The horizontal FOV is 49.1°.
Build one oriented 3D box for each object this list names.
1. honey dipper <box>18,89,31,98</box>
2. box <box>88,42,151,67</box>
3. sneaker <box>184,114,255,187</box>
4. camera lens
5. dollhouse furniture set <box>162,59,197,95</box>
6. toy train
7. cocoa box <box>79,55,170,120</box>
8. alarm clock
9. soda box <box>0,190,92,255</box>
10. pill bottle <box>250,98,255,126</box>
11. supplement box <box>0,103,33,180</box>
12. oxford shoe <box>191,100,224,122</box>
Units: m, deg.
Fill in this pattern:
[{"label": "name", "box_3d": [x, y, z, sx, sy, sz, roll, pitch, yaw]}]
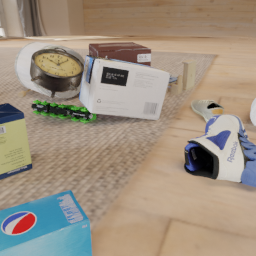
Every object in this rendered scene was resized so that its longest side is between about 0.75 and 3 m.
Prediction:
[{"label": "honey dipper", "box_3d": [-5.012, -1.787, 13.799, 0.291, 0.291, 1.532, 0, 20, 0]}, {"label": "box", "box_3d": [-0.470, -2.663, 13.117, 2.377, 2.353, 2.865, -6, 24, -13]}, {"label": "sneaker", "box_3d": [2.214, 0.446, 7.341, 1.655, 1.158, 2.866, 2, 24, -1]}, {"label": "camera lens", "box_3d": [-3.706, -2.770, 13.335, 3.000, 2.399, 2.399, 20, 30, 39]}, {"label": "dollhouse furniture set", "box_3d": [2.172, -2.843, 14.725, 2.234, 1.458, 2.109, 17, 28, 35]}, {"label": "toy train", "box_3d": [-2.489, -0.690, 10.834, 2.821, 0.589, 0.795, 11, 15, 24]}, {"label": "cocoa box", "box_3d": [-0.206, -1.531, 10.482, 2.768, 1.846, 1.816, 4, 18, -25]}, {"label": "alarm clock", "box_3d": [-2.396, -2.067, 9.559, 1.704, 0.841, 2.527, 11, 43, -16]}, {"label": "soda box", "box_3d": [-2.024, 1.925, 4.039, 2.917, 0.990, 0.936, -12, 26, -26]}, {"label": "pill bottle", "box_3d": [5.179, -0.741, 9.901, 1.335, 1.335, 2.412, 17, 27, 34]}, {"label": "supplement box", "box_3d": [-3.395, 0.395, 6.902, 1.575, 1.573, 1.057, -19, 29, -37]}, {"label": "oxford shoe", "box_3d": [3.123, -0.810, 10.926, 0.902, 0.693, 2.400, -5, 21, -3]}]
